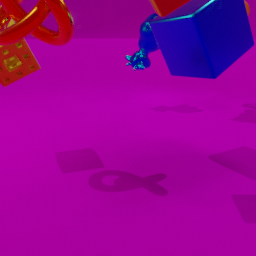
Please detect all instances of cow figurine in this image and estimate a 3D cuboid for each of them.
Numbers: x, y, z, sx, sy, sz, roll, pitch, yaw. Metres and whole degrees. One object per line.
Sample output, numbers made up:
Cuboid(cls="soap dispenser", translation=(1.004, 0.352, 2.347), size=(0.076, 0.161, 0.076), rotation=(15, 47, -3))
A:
Cuboid(cls="cow figurine", translation=(0.613, -2.906, 9.781), size=(1.688, 1.716, 0.942), rotation=(-42, 63, -16))

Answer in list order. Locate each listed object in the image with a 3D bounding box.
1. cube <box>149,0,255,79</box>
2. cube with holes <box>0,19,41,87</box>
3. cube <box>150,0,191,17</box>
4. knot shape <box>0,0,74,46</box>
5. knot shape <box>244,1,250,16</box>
Cuboid(cls="cube", translation=(1.420, -1.820, 5.405), size=(1.240, 1.240, 1.240), rotation=(-40, 30, -18))
Cuboid(cls="cube with holes", translation=(-2.436, -1.537, 5.634), size=(0.841, 0.841, 0.841), rotation=(-30, 58, -10))
Cuboid(cls="cube", translation=(0.541, -1.944, 3.368), size=(0.820, 0.820, 0.820), rotation=(-29, 21, 14))
Cuboid(cls="knot shape", translation=(-1.639, -1.866, 4.382), size=(1.462, 1.563, 0.722), rotation=(-27, 5, 21))
Cuboid(cls="knot shape", translation=(3.545, -3.720, 9.723), size=(1.265, 1.184, 0.585), rotation=(-5, -4, 41))
